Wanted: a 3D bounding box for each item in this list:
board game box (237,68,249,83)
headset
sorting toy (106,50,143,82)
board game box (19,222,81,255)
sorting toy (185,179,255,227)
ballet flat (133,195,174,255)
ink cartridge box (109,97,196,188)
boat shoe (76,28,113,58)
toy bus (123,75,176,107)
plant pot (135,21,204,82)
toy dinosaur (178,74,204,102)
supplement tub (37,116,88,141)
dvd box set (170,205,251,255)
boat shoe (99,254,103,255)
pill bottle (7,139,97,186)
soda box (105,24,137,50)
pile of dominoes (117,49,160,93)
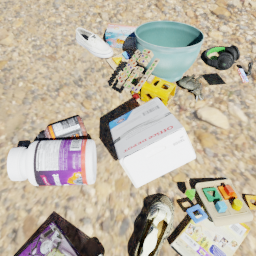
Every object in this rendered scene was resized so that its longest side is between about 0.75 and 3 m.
[{"bbox_3d":[4.529,-2.061,11.038,1.129,0.110,0.581,-17,81,-60],"label":"board game box"},{"bbox_3d":[4.851,-3.241,13.533,2.344,1.101,1.448,25,55,34],"label":"headset"},{"bbox_3d":[0.051,-3.003,13.515,1.502,0.299,2.033,-26,59,-17],"label":"sorting toy"},{"bbox_3d":[-2.011,4.101,7.593,1.792,0.482,2.986,-48,41,-13],"label":"board game box"},{"bbox_3d":[3.241,2.400,9.377,2.838,0.387,1.598,-3,44,-17],"label":"sorting toy"},{"bbox_3d":[0.859,3.207,8.760,0.914,1.015,2.695,19,57,14],"label":"ballet flat"},{"bbox_3d":[0.601,0.317,8.475,1.903,1.109,2.632,-28,25,3],"label":"ink cartridge box"},{"bbox_3d":[-1.729,-4.370,14.170,2.374,0.780,0.854,39,64,24],"label":"boat shoe"},{"bbox_3d":[1.009,-1.746,12.149,2.148,1.110,2.026,-13,56,-9],"label":"toy bus"},{"bbox_3d":[1.730,-3.293,12.517,2.946,1.974,2.946,1,40,-1],"label":"plant pot"},{"bbox_3d":[2.781,-2.027,12.609,1.816,0.699,0.929,36,56,19],"label":"toy dinosaur"},{"bbox_3d":[-2.543,0.248,10.872,1.788,0.956,0.956,-20,58,-13],"label":"supplement tub"},{"bbox_3d":[2.651,3.507,8.975,1.603,0.322,2.191,37,63,23],"label":"dvd box set"},{"bbox_3d":[-1.321,4.902,7.477,0.926,1.121,2.994,27,53,17],"label":"boat shoe"},{"bbox_3d":[-2.581,1.214,9.793,2.845,1.585,1.585,-2,55,-1],"label":"pill bottle"},{"bbox_3d":[0.200,-4.611,14.312,2.602,0.827,0.890,7,56,6],"label":"soda box"},{"bbox_3d":[0.300,-2.176,10.245,1.243,0.254,1.595,30,83,38],"label":"pile of dominoes"}]
